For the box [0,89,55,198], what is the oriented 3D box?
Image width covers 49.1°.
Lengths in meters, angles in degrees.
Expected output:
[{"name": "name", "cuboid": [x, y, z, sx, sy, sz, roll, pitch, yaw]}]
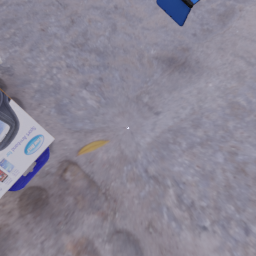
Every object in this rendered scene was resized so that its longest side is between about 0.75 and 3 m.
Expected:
[{"name": "box", "cuboid": [-2.352, 0.087, 4.607, 2.341, 0.486, 1.394, 47, 72, -24]}]

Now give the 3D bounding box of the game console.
[{"name": "game console", "cuboid": [1.466, -3.584, 7.627, 0.996, 0.691, 1.167, -39, 73, -1]}]

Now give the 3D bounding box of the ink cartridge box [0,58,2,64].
[{"name": "ink cartridge box", "cuboid": [-4.013, -2.135, 6.519, 0.897, 2.141, 1.545, -20, 101, 0]}]
